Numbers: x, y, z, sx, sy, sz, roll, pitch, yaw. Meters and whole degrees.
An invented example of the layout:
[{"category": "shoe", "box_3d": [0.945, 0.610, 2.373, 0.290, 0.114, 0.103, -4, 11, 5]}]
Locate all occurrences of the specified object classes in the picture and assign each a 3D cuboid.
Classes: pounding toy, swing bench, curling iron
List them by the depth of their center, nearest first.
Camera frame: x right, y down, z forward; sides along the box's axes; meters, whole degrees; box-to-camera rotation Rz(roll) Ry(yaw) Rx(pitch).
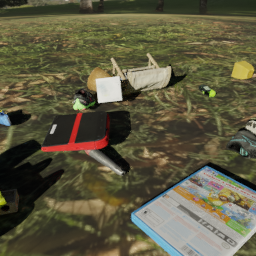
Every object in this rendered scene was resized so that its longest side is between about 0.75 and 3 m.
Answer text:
[{"category": "pounding toy", "box_3d": [-2.976, 1.817, 6.476, 0.771, 0.353, 0.678, -7, 29, -13]}, {"category": "curling iron", "box_3d": [-0.986, 0.647, 8.672, 0.713, 0.368, 2.877, -18, 33, -31]}, {"category": "swing bench", "box_3d": [0.554, -2.543, 13.672, 2.206, 1.439, 2.218, -12, 35, -22]}]

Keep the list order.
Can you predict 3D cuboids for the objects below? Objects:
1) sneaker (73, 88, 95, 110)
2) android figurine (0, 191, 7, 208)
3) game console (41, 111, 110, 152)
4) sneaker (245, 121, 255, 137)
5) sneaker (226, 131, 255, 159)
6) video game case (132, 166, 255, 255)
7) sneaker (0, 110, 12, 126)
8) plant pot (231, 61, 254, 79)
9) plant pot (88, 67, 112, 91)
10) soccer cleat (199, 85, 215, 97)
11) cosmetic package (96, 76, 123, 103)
[{"category": "sneaker", "box_3d": [-1.811, -1.308, 11.789, 0.735, 0.803, 1.916, 0, 18, 2]}, {"category": "android figurine", "box_3d": [-3.886, 1.941, 5.815, 2.479, 0.509, 2.257, -34, 42, -29]}, {"category": "game console", "box_3d": [-1.608, 0.082, 9.145, 1.986, 0.349, 2.246, -7, 27, 1]}, {"category": "sneaker", "box_3d": [4.734, 0.267, 8.984, 0.893, 0.809, 2.102, -3, 28, -17]}, {"category": "sneaker", "box_3d": [3.871, 0.726, 8.321, 0.796, 0.757, 2.009, -26, 28, -23]}, {"category": "video game case", "box_3d": [1.781, 1.918, 6.406, 2.819, 0.251, 2.017, -22, 34, -35]}, {"category": "sneaker", "box_3d": [-4.763, -0.304, 10.479, 0.506, 0.425, 1.290, -32, 40, -30]}, {"category": "plant pot", "box_3d": [6.366, -3.106, 15.347, 0.827, 0.833, 0.852, -16, 37, -27]}, {"category": "plant pot", "box_3d": [-1.094, -2.116, 13.320, 1.235, 1.151, 1.151, 28, 36, 17]}, {"category": "soccer cleat", "box_3d": [3.665, -1.774, 13.275, 0.444, 0.370, 1.096, -14, 34, -24]}, {"category": "cosmetic package", "box_3d": [-0.775, -1.600, 11.786, 1.003, 1.006, 0.618, -6, 7, 3]}]
